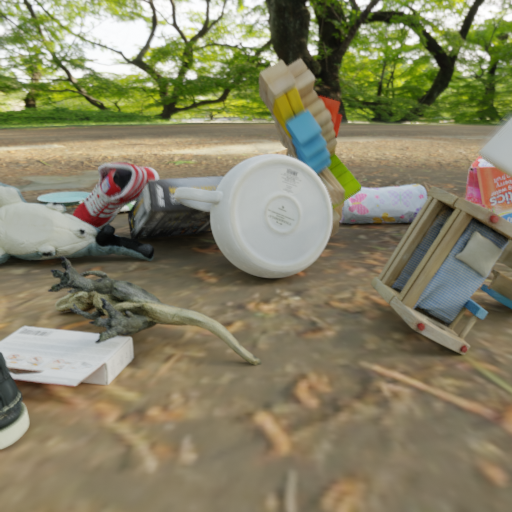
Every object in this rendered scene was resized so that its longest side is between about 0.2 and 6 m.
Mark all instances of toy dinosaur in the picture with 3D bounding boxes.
[{"bbox_3d":[-1.425,0.575,6.096,2.935,0.697,1.294,13,-6,34],"label":"toy dinosaur"}]

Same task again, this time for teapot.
[{"bbox_3d":[0.064,-0.578,8.558,1.955,1.981,1.447,-32,12,-21],"label":"teapot"}]

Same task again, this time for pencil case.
[{"bbox_3d":[2.610,-1.097,11.764,1.866,0.776,0.846,1,62,-1],"label":"pencil case"}]

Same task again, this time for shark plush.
[{"bbox_3d":[-3.308,-0.446,9.362,3.211,1.459,1.338,-4,-14,2],"label":"shark plush"}]

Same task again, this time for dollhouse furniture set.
[{"bbox_3d":[2.770,0.409,6.520,2.069,1.458,1.450,27,12,-14],"label":"dollhouse furniture set"}]

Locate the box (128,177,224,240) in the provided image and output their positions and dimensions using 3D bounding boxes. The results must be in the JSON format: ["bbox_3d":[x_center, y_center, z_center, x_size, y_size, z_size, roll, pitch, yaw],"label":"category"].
[{"bbox_3d":[-1.230,-0.828,9.885,1.723,0.526,2.175,-7,-7,-22],"label":"box"}]

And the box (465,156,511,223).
[{"bbox_3d":[4.959,-1.124,10.618,1.652,1.524,3.220,8,18,24],"label":"box"}]

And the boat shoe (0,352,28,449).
[{"bbox_3d":[-3.137,1.086,4.482,2.486,0.824,0.929,2,17,5],"label":"boat shoe"}]

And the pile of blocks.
[{"bbox_3d":[1.133,-1.763,9.210,1.056,3.398,1.395,-34,47,-4],"label":"pile of blocks"}]

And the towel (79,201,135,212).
[{"bbox_3d":[-3.209,-1.164,13.150,1.623,0.190,1.238,-8,19,-28],"label":"towel"}]

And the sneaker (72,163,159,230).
[{"bbox_3d":[-2.646,-1.012,9.701,1.848,0.658,1.040,-33,-7,10],"label":"sneaker"}]

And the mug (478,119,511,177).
[{"bbox_3d":[3.394,-1.488,7.389,0.703,0.721,0.878,20,20,-36],"label":"mug"}]

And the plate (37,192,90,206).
[{"bbox_3d":[-4.719,-1.403,13.945,1.357,0.173,1.357,-1,17,0],"label":"plate"}]

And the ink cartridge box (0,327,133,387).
[{"bbox_3d":[-2.034,1.064,5.481,1.285,0.287,1.132,3,16,13],"label":"ink cartridge box"}]
